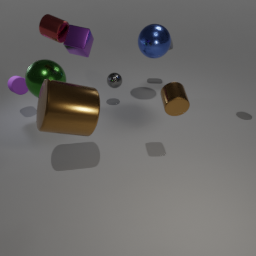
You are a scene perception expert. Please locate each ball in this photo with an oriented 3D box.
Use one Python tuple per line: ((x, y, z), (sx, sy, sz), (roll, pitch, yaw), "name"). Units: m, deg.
((-0.602, -2.133, 12.575), (0.700, 0.700, 0.700), (0, 32, 0), "ball")
((1.108, -3.642, 11.783), (1.400, 1.400, 1.400), (0, 32, 0), "ball")
((-2.886, -1.702, 9.875), (1.400, 1.400, 1.400), (0, 32, 0), "ball")

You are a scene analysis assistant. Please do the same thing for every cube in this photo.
((-1.587, -2.811, 9.092), (0.700, 0.700, 0.700), (14, -7, 6), "cube")

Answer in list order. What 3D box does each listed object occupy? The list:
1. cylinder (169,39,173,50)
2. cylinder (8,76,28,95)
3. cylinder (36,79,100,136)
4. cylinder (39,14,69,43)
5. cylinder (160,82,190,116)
((1.781, -4.134, 13.831), (0.700, 0.700, 0.700), (-12, 25, 27), "cylinder")
((-4.477, -1.747, 11.450), (0.700, 0.700, 0.700), (-21, 25, -30), "cylinder")
((-1.659, -0.528, 7.679), (1.400, 1.400, 1.400), (7, 27, -27), "cylinder")
((-2.337, -3.166, 8.924), (0.700, 0.700, 0.700), (26, 38, 12), "cylinder")
((1.314, -0.813, 7.876), (0.700, 0.700, 0.700), (-3, 48, -5), "cylinder")
